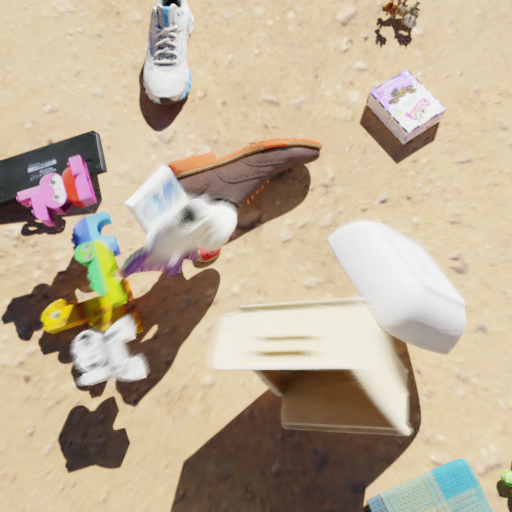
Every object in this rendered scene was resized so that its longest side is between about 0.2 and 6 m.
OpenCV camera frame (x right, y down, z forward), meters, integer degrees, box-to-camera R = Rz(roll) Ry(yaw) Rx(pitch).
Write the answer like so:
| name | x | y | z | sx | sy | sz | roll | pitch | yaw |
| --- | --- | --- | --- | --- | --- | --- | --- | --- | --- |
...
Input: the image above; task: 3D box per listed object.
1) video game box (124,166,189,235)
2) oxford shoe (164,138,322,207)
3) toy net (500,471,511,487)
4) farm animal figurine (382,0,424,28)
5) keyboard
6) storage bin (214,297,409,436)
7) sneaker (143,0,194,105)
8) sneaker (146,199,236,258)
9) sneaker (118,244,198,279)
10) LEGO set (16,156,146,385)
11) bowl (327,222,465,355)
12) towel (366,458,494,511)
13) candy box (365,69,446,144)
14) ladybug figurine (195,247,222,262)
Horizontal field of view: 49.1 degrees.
| name | x | y | z | sx | sy | sz | roll | pitch | yaw |
| --- | --- | --- | --- | --- | --- | --- | --- | --- | --- |
| video game box | -1.705 | -0.871 | 10.087 | 0.260 | 1.110 | 1.011 | 23 | 63 | 41 |
| oxford shoe | -0.171 | -1.678 | 11.801 | 3.378 | 1.202 | 1.225 | -14 | 92 | -4 |
| toy net | 6.655 | 4.062 | 9.459 | 4.467 | 0.863 | 2.343 | 26 | 70 | 10 |
| farm animal figurine | 3.556 | -6.116 | 13.774 | 1.076 | 0.567 | 1.088 | 27 | 63 | -2 |
| keyboard | -4.467 | -1.645 | 11.900 | 2.621 | 0.336 | 1.574 | -18 | 63 | 2 |
| storage bin | 0.935 | 1.841 | 8.988 | 2.453 | 2.471 | 1.158 | -7 | 52 | 29 |
| sneaker | -2.081 | -4.958 | 12.861 | 1.160 | 1.341 | 3.095 | -1 | 69 | -2 |
| sneaker | -0.955 | -0.580 | 10.103 | 0.788 | 1.048 | 2.104 | 51 | 38 | 12 |
| sneaker | -1.790 | 0.069 | 10.711 | 1.698 | 0.683 | 0.751 | -29 | 91 | -27 |
| LEGO set | -3.392 | 0.549 | 10.556 | 1.739 | 1.617 | 4.239 | -19 | 76 | -4 |
| bowl | 2.522 | 0.413 | 9.608 | 0.888 | 2.378 | 2.375 | -48 | 45 | 22 |
| towel | 3.079 | 4.526 | 9.637 | 1.985 | 0.215 | 1.456 | -20 | 69 | -7 |
| candy box | 3.373 | -3.375 | 12.658 | 1.142 | 0.487 | 1.362 | -33 | 72 | -12 |
| ladybug figurine | -0.995 | -0.122 | 11.489 | 0.629 | 0.226 | 0.427 | -26 | 70 | -10 |
